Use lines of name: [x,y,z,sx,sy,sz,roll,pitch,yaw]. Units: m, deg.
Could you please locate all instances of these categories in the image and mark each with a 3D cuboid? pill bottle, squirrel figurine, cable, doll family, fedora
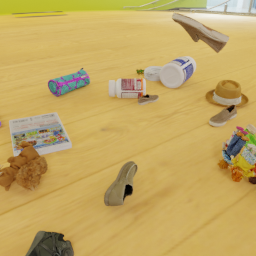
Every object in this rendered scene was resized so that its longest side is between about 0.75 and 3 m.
pill bottle: [2.945,-3.283,16.064,1.419,1.419,2.452,17,33,28]
pill bottle: [-0.044,-2.014,14.245,1.830,1.002,1.002,0,29,0]
squirrel figurine: [-3.231,1.291,8.469,1.459,1.033,1.362,20,42,37]
cable: [1.777,-3.324,17.025,1.604,0.555,1.604,-3,28,-6]
doll family: [3.438,0.907,8.839,0.959,1.321,2.128,8,29,-22]
fedora: [5.000,-1.828,14.010,2.247,0.916,2.247,0,29,0]

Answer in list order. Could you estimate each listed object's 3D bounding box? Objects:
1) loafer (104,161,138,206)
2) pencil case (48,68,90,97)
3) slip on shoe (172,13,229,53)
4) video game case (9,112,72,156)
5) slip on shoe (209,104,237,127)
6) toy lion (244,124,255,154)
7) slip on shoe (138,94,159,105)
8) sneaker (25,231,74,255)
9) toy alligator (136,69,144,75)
loafer: [-0.073,1.658,8.182,0.589,0.664,1.746,15,41,20]
pencil case: [-3.113,-2.455,15.018,1.055,0.971,2.282,-19,10,48]
slip on shoe: [1.834,-2.487,7.319,1.614,0.489,0.614,20,27,-13]
video game case: [-3.542,0.213,11.072,2.014,0.253,2.813,-12,31,-21]
slip on shoe: [4.160,-0.561,12.154,1.734,0.525,0.659,-20,35,-31]
toy lion: [4.408,0.799,9.209,1.625,0.558,1.558,39,35,0]
slip on shoe: [1.031,-1.503,13.955,1.295,0.392,0.493,-19,34,-29]
sneaker: [-1.718,2.873,5.998,0.915,0.611,1.597,-4,24,7]
toy alligator: [0.883,-3.561,17.770,1.061,0.255,0.352,-13,58,-37]
